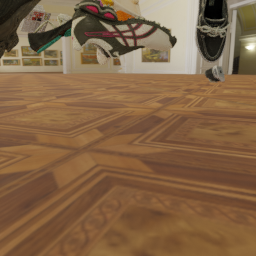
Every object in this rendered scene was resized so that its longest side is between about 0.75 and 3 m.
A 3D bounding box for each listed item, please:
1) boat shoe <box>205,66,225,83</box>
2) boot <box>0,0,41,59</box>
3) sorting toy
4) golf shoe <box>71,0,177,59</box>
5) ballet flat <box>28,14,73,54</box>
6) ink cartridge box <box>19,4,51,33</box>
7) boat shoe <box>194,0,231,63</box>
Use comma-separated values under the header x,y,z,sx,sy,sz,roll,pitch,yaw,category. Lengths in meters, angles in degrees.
x,y,z,sx,sy,sz,roll,pitch,yaw,category
2.155,-1.311,6.968,0.365,0.395,1.069,-12,3,29,boat shoe
-3.230,-3.105,7.904,0.844,1.628,2.492,33,56,-1,boot
-0.563,-3.449,9.422,1.391,2.344,2.604,11,46,-18,sorting toy
-0.093,-2.268,7.153,2.767,1.218,1.068,10,5,-20,golf shoe
-1.750,-2.530,7.122,1.754,0.600,0.596,-36,11,-25,ballet flat
-3.348,-3.907,10.039,0.858,0.977,0.410,-4,58,-40,ink cartridge box
2.234,-2.731,7.256,0.881,2.386,0.815,-1,37,5,boat shoe
